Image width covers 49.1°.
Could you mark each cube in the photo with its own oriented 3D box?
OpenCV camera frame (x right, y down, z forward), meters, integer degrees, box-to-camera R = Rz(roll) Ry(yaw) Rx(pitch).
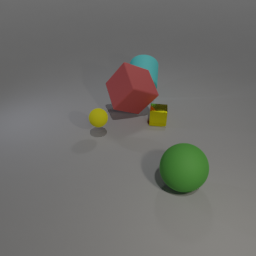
[{"bbox_3d":[1.253,-0.536,11.553,0.700,0.700,0.700,5,31,5],"label":"cube"},{"bbox_3d":[0.147,-1.605,11.593,1.400,1.400,1.400,8,53,-40],"label":"cube"}]

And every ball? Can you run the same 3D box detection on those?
[{"bbox_3d":[-1.086,-0.374,10.257,0.700,0.700,0.700,0,31,0],"label":"ball"},{"bbox_3d":[1.610,1.134,8.060,1.400,1.400,1.400,0,31,0],"label":"ball"}]

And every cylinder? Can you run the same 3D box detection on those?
[{"bbox_3d":[0.732,-2.533,13.464,1.400,1.400,1.400,3,61,5],"label":"cylinder"}]
